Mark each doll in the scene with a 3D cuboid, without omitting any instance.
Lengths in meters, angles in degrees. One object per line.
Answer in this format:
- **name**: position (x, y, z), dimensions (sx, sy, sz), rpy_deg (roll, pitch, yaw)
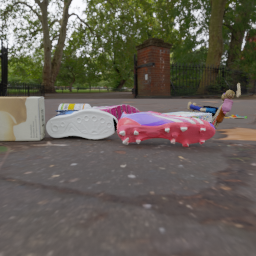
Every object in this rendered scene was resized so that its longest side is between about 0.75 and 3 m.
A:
- **doll**: position (4.997, -1.126, 17.459), dimensions (1.787, 0.635, 2.618), rpy_deg (4, 9, -45)

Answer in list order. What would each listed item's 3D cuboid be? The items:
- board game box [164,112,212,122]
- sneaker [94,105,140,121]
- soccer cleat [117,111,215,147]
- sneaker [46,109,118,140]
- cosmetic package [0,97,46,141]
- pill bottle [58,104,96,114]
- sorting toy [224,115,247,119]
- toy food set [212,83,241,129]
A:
- **board game box**: position (2.547, -0.442, 13.125), dimensions (1.731, 0.441, 2.575), rpy_deg (7, 10, 43)
- **sneaker**: position (-0.706, -0.509, 11.537), dimensions (2.471, 1.005, 1.090), rpy_deg (0, 10, -7)
- **soccer cleat**: position (1.013, -0.099, 7.826), dimensions (2.705, 0.902, 1.034), rpy_deg (-2, 49, 13)
- **sneaker**: position (-1.342, -0.233, 9.447), dimensions (2.435, 0.981, 1.783), rpy_deg (-4, 11, 13)
- **cosmetic package**: position (-3.981, -0.298, 8.685), dimensions (2.623, 1.380, 0.932), rpy_deg (-2, 8, -5)
- **pill bottle**: position (-2.130, -0.591, 12.334), dimensions (1.699, 0.943, 0.943), rpy_deg (1, 8, 3)
- **sorting toy**: position (6.005, -0.633, 15.575), dimensions (1.244, 0.169, 0.701), rpy_deg (-2, 8, -12)
- **toy food set**: position (3.428, -0.719, 10.156), dimensions (0.300, 1.906, 1.212), rpy_deg (23, 40, 2)
